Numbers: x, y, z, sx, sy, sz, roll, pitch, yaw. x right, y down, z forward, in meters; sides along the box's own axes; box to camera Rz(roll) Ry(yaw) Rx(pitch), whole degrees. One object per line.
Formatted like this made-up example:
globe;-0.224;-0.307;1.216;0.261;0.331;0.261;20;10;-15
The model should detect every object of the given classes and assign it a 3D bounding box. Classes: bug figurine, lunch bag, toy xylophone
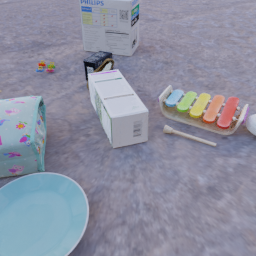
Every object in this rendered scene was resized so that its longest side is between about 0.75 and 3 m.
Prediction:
bug figurine;-3.491;-2.543;11.806;0.790;0.262;1.018;1;33;-8
lunch bag;-3.259;0.051;7.431;2.060;1.474;2.418;-7;43;-8
toy xylophone;2.227;-0.433;8.675;2.768;0.695;2.027;12;40;16

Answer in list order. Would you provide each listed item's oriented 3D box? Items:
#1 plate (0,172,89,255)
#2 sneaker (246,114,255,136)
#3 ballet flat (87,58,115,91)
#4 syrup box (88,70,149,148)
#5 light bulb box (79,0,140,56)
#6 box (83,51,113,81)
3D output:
plate;-1.983;1.930;5.790;2.403;0.307;2.403;-2;41;2
sneaker;4.989;-0.231;7.895;2.993;1.324;1.126;9;40;12
ballet flat;-0.982;-2.004;10.361;1.485;0.504;0.537;-50;19;-11
syrup box;-0.381;-0.718;8.706;1.134;1.096;2.785;-11;38;-14
light bulb box;-0.797;-4.903;13.059;2.462;2.484;1.550;10;38;12
box;-1.152;-2.458;11.172;0.616;0.874;1.182;16;39;26
